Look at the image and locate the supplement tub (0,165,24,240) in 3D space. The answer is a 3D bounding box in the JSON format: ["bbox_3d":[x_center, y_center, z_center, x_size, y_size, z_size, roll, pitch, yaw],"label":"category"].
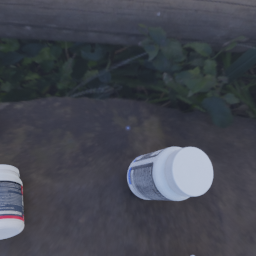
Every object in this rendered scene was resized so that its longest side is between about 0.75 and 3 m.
[{"bbox_3d":[-3.038,1.748,6.606,1.065,1.065,1.518,-12,59,-5],"label":"supplement tub"}]

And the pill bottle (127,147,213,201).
[{"bbox_3d":[0.875,1.046,6.297,1.151,2.024,1.151,5,76,-22],"label":"pill bottle"}]
